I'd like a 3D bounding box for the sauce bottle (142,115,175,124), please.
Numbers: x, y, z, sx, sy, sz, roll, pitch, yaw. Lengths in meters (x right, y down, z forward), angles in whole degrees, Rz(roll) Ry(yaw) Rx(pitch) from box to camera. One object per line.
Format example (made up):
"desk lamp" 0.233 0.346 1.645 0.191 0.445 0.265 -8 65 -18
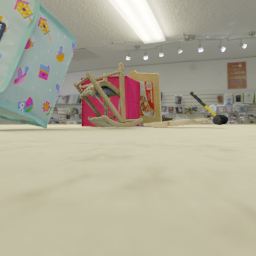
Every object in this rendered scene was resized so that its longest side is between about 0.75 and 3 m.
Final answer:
"sauce bottle" 1.173 -0.351 12.083 1.741 0.563 0.563 10 6 30

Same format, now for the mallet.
"mallet" 2.180 -0.566 7.837 0.448 0.280 1.360 -13 51 -49

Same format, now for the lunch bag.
"lunch bag" -2.449 -1.463 5.371 1.632 2.280 2.677 11 -14 25

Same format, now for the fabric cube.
"fabric cube" -0.597 -0.931 10.588 1.793 1.827 1.821 1 3 15

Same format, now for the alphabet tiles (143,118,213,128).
"alphabet tiles" 1.857 -0.163 9.247 2.419 0.181 2.473 -4 0 34

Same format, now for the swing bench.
"swing bench" -0.564 -0.689 7.354 1.029 1.586 1.578 -21 7 -20

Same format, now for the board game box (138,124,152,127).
"board game box" 0.812 -0.174 13.156 0.643 0.214 0.957 -1 1 -35

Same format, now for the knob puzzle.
"knob puzzle" 0.422 -1.275 11.826 2.553 2.553 0.354 1 18 39
